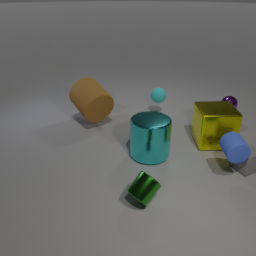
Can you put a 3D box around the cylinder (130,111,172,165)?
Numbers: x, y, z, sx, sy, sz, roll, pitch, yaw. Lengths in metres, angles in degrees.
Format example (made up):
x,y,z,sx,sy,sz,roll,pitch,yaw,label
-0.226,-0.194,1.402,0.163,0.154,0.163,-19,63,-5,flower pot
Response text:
x,y,z,sx,sy,sz,roll,pitch,yaw,label
0.774,0.316,9.712,1.400,1.400,1.400,0,26,0,cylinder

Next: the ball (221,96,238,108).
x,y,z,sx,sy,sz,roll,pitch,yaw,label
4.310,-1.023,11.936,0.700,0.700,0.700,0,28,0,ball

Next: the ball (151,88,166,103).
x,y,z,sx,sy,sz,roll,pitch,yaw,label
1.398,-1.498,12.868,0.700,0.700,0.700,0,28,0,ball

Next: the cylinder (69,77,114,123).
x,y,z,sx,sy,sz,roll,pitch,yaw,label
-1.517,-1.174,11.669,1.400,1.400,1.400,-18,49,-31,cylinder

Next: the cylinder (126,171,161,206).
x,y,z,sx,sy,sz,roll,pitch,yaw,label
0.433,1.650,7.680,0.700,0.700,0.700,29,76,42,cylinder

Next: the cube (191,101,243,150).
x,y,z,sx,sy,sz,roll,pitch,yaw,label
3.262,-0.117,10.524,1.400,1.400,1.400,-1,27,-1,cube

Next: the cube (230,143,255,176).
x,y,z,sx,sy,sz,roll,pitch,yaw,label
3.866,1.022,9.144,0.700,0.700,0.700,-14,29,-23,cube

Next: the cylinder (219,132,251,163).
x,y,z,sx,sy,sz,roll,pitch,yaw,label
3.211,0.584,8.436,0.700,0.700,0.700,-2,31,-3,cylinder
